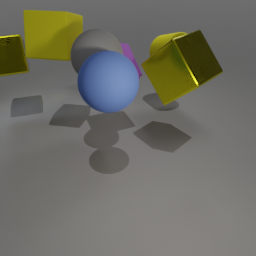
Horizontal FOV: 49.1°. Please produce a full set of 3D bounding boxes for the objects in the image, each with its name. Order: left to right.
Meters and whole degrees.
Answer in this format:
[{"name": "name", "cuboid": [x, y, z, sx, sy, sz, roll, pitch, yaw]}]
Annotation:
[{"name": "cube", "cuboid": [-4.707, -2.771, 10.911, 1.400, 1.400, 1.400, -12, 14, -15]}, {"name": "cube", "cuboid": [-2.338, -2.951, 8.998, 1.400, 1.400, 1.400, 6, 18, 9]}, {"name": "ball", "cuboid": [-0.825, -1.910, 7.480, 1.400, 1.400, 1.400, 0, 30, 0]}, {"name": "ball", "cuboid": [-0.449, -1.047, 6.417, 1.400, 1.400, 1.400, 0, 30, 0]}, {"name": "cube", "cuboid": [-0.627, -1.931, 9.544, 1.400, 1.400, 1.400, -6, 63, -35]}, {"name": "cylinder", "cuboid": [1.775, -3.052, 11.229, 1.400, 1.400, 1.400, -12, 17, -20]}, {"name": "cube", "cuboid": [1.536, -1.712, 8.009, 1.400, 1.400, 1.400, -31, 2, -39]}]
